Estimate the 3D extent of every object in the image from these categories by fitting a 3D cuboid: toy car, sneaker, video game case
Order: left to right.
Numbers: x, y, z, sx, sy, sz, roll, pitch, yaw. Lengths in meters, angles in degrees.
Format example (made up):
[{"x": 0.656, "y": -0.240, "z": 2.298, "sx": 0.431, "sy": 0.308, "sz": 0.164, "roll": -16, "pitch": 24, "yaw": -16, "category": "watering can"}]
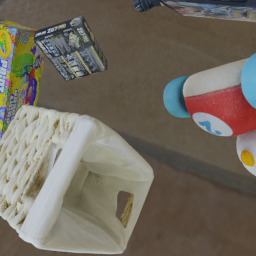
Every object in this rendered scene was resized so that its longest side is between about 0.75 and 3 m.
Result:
[{"x": 0.500, "y": -3.662, "z": 7.732, "sx": 0.883, "sy": 1.222, "sz": 0.465, "roll": -8, "pitch": 78, "yaw": 19, "category": "sneaker"}, {"x": 2.195, "y": -2.882, "z": 6.639, "sx": 2.445, "sy": 0.345, "sz": 2.706, "roll": 14, "pitch": 19, "yaw": 19, "category": "video game case"}, {"x": 2.376, "y": 0.083, "z": 5.042, "sx": 2.428, "sy": 2.530, "sz": 2.745, "roll": -19, "pitch": 96, "yaw": -23, "category": "toy car"}]

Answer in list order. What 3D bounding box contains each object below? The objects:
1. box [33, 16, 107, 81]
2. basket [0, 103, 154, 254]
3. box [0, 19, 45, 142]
[{"x": -0.854, "y": -1.185, "z": 4.365, "sx": 0.792, "sy": 0.983, "sz": 0.241, "roll": -12, "pitch": 58, "yaw": 14, "category": "box"}, {"x": -0.742, "y": 0.786, "z": 4.022, "sx": 1.349, "sy": 2.187, "sz": 1.482, "roll": 16, "pitch": 73, "yaw": 30, "category": "basket"}, {"x": -3.279, "y": -1.136, "z": 5.970, "sx": 2.383, "sy": 1.510, "sz": 2.475, "roll": 17, "pitch": 107, "yaw": 2, "category": "box"}]
